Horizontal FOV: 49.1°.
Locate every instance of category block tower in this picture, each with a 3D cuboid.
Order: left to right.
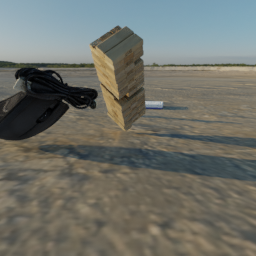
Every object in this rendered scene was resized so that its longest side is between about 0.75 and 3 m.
[{"bbox_3d":[-0.124,-0.982,6.302,0.813,2.813,0.760,-38,67,-15],"label":"block tower"}]

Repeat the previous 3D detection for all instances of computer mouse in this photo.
[{"bbox_3d":[-2.012,-0.243,5.573,2.583,0.681,1.789,-20,-18,32],"label":"computer mouse"}]

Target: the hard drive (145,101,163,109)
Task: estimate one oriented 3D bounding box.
[{"bbox_3d":[0.666,-0.998,11.994,1.617,0.205,1.067,2,12,9],"label":"hard drive"}]

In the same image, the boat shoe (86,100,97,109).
[{"bbox_3d":[-1.384,-0.952,10.066,0.396,1.060,0.351,15,60,10],"label":"boat shoe"}]
